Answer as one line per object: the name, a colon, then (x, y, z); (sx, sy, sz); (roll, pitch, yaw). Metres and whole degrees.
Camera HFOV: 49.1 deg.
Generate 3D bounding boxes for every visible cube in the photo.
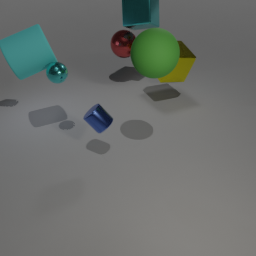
cube: (1.992, -3.070, 12.905); (1.400, 1.400, 1.400); (-7, 50, -28)
cube: (0.627, -5.552, 13.375); (1.400, 1.400, 1.400); (3, 12, 24)

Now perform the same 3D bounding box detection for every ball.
ball: (0.769, -2.127, 8.012); (1.400, 1.400, 1.400); (0, 32, 0)
ball: (-0.209, -4.326, 14.437); (1.400, 1.400, 1.400); (0, 32, 0)
ball: (-2.315, -1.803, 9.149); (0.700, 0.700, 0.700); (0, 32, 0)

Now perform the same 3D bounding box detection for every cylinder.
cylinder: (-0.950, -0.303, 8.979); (0.700, 0.700, 0.700); (-38, 21, 17)
cylinder: (-3.294, -2.527, 9.365); (1.400, 1.400, 1.400); (-26, 37, -6)
